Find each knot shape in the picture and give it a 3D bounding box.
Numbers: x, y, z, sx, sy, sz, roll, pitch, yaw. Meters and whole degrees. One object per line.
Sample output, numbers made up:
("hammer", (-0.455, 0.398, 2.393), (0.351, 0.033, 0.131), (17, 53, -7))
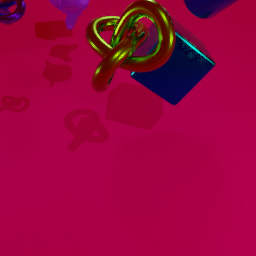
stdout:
("knot shape", (-2.446, -2.098, 5.014), (1.050, 0.485, 0.983), (10, 24, 34))
("knot shape", (-0.107, -1.404, 4.522), (1.602, 0.740, 1.499), (-37, 48, 15))

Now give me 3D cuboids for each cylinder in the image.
("cylinder", (1.513, -2.458, 4.786), (0.871, 0.871, 0.871), (1, 86, -21))

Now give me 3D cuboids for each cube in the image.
("cube", (0.946, -1.604, 6.470), (1.333, 1.333, 1.333), (30, 31, -21))

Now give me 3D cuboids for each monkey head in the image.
("monkey head", (-1.522, -3.041, 6.717), (0.977, 1.167, 1.622), (11, 38, -33))
